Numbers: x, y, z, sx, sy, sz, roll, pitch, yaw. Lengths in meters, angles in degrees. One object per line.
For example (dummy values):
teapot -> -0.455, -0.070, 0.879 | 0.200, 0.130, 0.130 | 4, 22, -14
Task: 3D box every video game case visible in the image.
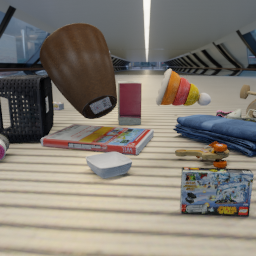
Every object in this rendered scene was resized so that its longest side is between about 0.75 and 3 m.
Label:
video game case -> -0.840, 0.282, 8.645 | 2.925, 0.255, 2.091 | 4, 14, 16

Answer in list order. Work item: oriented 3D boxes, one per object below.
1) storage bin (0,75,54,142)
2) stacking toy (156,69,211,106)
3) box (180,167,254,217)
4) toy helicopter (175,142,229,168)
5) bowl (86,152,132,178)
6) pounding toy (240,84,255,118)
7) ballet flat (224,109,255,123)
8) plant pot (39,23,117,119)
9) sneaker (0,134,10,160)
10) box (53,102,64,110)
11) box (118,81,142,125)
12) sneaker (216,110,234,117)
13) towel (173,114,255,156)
storage bin -> -3.351, -0.772, 9.457 | 1.331, 1.919, 2.839 | -2, 14, -9
stacking toy -> 1.361, -0.801, 6.677 | 1.262, 0.922, 0.922 | 19, 15, 3
box -> 1.401, 1.025, 4.511 | 1.089, 0.746, 0.217 | 2, 13, 4
toy helicopter -> 1.820, 0.592, 6.923 | 1.284, 0.507, 0.849 | -1, 12, 17
bowl -> -0.423, 0.833, 6.216 | 0.872, 0.326, 0.873 | -8, 15, -30
pounding toy -> 5.158, -0.577, 10.359 | 2.390, 1.366, 1.371 | 25, 21, 17
ballet flat -> 4.333, -0.367, 10.417 | 2.021, 0.727, 0.727 | 5, 14, 22
plant pot -> -1.234, -1.486, 8.301 | 2.140, 2.140, 2.290 | -9, 59, -33
sneaker -> -4.047, 0.387, 7.135 | 2.182, 0.805, 0.954 | 5, 13, 0
box -> -4.046, -1.194, 14.609 | 1.746, 0.362, 0.338 | 10, 17, 33
box -> 0.049, -1.008, 11.046 | 0.892, 1.637, 1.046 | -1, 14, -4
sneaker -> 4.188, -0.503, 11.944 | 0.917, 0.362, 0.437 | 7, 35, 32
towel -> 2.904, 0.107, 8.499 | 1.567, 0.681, 2.807 | -10, 16, -37
